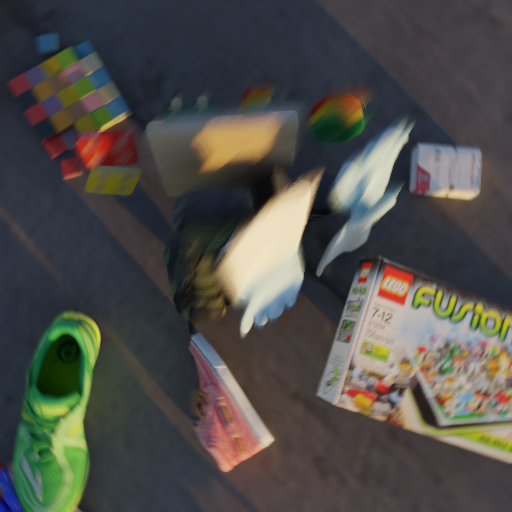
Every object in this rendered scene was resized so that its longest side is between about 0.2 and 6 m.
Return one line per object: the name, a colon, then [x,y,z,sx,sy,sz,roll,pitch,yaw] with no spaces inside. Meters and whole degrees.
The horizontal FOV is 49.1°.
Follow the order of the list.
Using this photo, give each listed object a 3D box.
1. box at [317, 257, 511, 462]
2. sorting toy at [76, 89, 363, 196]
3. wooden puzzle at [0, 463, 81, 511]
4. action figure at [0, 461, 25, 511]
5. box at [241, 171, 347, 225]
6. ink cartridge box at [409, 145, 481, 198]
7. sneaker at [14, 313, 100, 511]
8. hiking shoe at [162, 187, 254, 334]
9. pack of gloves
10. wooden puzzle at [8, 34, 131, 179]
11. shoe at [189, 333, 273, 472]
box: [3.246,1.775,8.835,4.166,0.723,2.293,20,83,-12]
sorting toy: [-0.628,-1.710,8.581,4.233,2.040,0.716,-6,72,-2]
wooden puzzle: [-3.908,4.638,9.117,1.898,0.474,2.049,44,85,5]
action figure: [-3.904,4.028,8.610,0.682,1.034,2.090,-40,82,1]
box: [0.537,-0.902,9.115,1.575,1.112,0.621,-4,82,-42]
ink cartridge box: [3.325,-1.480,9.888,1.095,0.454,0.804,6,83,1]
sneaker: [-3.262,2.511,8.865,1.207,1.362,3.259,4,80,-4]
hiking shoe: [-0.642,0.145,8.309,1.193,3.151,1.586,-7,70,-17]
pack of gloves: [0.982,-0.047,7.838,2.935,3.494,0.689,-39,70,-15]
wooden puzzle: [-3.380,-2.848,10.190,1.638,0.194,2.762,-31,84,-4]
shoe: [-0.712,2.414,9.236,0.993,0.780,2.183,-33,88,-8]
